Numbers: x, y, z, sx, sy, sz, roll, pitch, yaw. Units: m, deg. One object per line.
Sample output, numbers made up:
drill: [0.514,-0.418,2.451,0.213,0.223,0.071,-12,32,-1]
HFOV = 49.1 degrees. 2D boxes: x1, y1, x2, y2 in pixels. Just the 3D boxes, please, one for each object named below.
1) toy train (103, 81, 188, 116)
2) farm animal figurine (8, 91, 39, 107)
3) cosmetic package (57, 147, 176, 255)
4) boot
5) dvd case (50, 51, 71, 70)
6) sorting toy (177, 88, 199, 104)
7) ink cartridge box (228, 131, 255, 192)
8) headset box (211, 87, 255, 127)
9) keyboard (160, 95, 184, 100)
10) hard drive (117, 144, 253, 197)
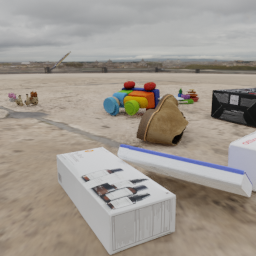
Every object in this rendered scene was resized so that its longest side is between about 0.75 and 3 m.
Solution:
toy train: [0.553,-0.925,10.231,2.794,1.183,1.617,11,28,37]
farm animal figurine: [-4.679,-1.230,12.582,1.238,0.622,1.000,-7,-4,-15]
cosmetic package: [-0.312,0.822,3.951,0.871,0.534,2.111,-6,15,-28]
boot: [1.153,-0.202,7.746,1.063,1.037,2.816,18,25,13]
dvd case: [-2.725,-2.718,11.344,0.678,0.073,0.911,-5,44,57]
sorting toy: [2.909,-1.606,13.820,0.962,0.657,1.600,8,16,31]
ink cartridge box: [2.636,0.616,4.370,1.245,0.725,1.722,-12,18,-42]
headset box: [4.595,-0.806,9.663,2.728,1.023,2.028,-7,15,-28]
keyboard: [1.100,-1.232,13.045,2.964,0.158,0.834,-9,21,-16]
hard drive: [0.863,0.634,4.197,1.760,0.223,1.161,10,-13,31]
